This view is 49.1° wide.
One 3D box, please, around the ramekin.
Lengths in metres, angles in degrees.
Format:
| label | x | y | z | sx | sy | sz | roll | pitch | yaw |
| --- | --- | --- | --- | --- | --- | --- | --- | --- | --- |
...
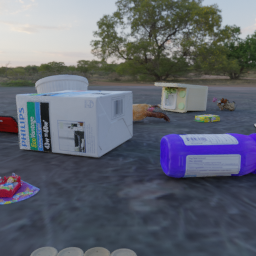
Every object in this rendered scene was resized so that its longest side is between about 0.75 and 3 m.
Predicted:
| label | x | y | z | sx | sy | sz | roll | pitch | yaw |
| --- | --- | --- | --- | --- | --- | --- | --- | --- | --- |
| ramekin | -3.182 | -1.646 | 13.777 | 2.587 | 1.205 | 2.587 | -7 | -6 | -1 |

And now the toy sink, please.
| label | x | y | z | sx | sy | sz | roll | pitch | yaw |
| --- | --- | --- | --- | --- | --- | --- | --- | --- | --- |
| toy sink | 2.674 | -1.535 | 14.321 | 2.460 | 1.378 | 1.603 | -3 | 10 | -42 |

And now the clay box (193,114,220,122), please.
| label | x | y | z | sx | sy | sz | roll | pitch | yaw |
| --- | --- | --- | --- | --- | --- | --- | --- | --- | --- |
| clay box | 3.144 | -0.387 | 11.260 | 0.958 | 0.228 | 0.551 | -5 | 11 | -28 |

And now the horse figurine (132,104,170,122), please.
| label | x | y | z | sx | sy | sz | roll | pitch | yaw |
| --- | --- | --- | --- | --- | --- | --- | --- | --- | --- |
| horse figurine | 0.146 | -0.633 | 11.245 | 2.926 | 0.730 | 1.939 | 5 | 10 | 27 |

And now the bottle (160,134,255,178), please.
| label | x | y | z | sx | sy | sz | roll | pitch | yaw |
| --- | --- | --- | --- | --- | --- | --- | --- | --- | --- |
| bottle | 1.790 | 0.486 | 5.171 | 2.316 | 0.756 | 0.967 | -1 | 7 | -5 |

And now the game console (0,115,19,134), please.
| label | x | y | z | sx | sy | sz | roll | pitch | yaw |
| --- | --- | --- | --- | --- | --- | --- | --- | --- | --- |
| game console | -3.757 | -0.215 | 8.994 | 1.213 | 1.045 | 0.720 | 4 | 47 | 21 |

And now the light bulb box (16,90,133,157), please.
| label | x | y | z | sx | sy | sz | roll | pitch | yaw |
| --- | --- | --- | --- | --- | --- | --- | --- | --- | --- |
| light bulb box | -1.281 | -0.248 | 7.353 | 2.233 | 1.394 | 2.214 | 4 | 11 | 21 |

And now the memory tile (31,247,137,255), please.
| label | x | y | z | sx | sy | sz | roll | pitch | yaw |
| --- | --- | --- | --- | --- | --- | --- | --- | --- | --- |
| memory tile | -0.454 | 1.333 | 2.503 | 1.063 | 0.089 | 0.815 | 0 | 10 | 3 |

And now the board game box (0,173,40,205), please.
| label | x | y | z | sx | sy | sz | roll | pitch | yaw |
| --- | --- | --- | --- | --- | --- | --- | --- | --- | --- |
| board game box | -1.924 | 0.916 | 4.439 | 0.982 | 0.191 | 0.776 | 9 | 14 | 41 |

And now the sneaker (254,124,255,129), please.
| label | x | y | z | sx | sy | sz | roll | pitch | yaw |
| --- | --- | --- | --- | --- | --- | --- | --- | --- | --- |
| sneaker | 4.779 | -0.131 | 8.914 | 0.511 | 0.591 | 1.426 | -9 | 14 | -41 |

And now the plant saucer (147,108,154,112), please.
| label | x | y | z | sx | sy | sz | roll | pitch | yaw |
| --- | --- | --- | --- | --- | --- | --- | --- | --- | --- |
| plant saucer | 0.940 | -0.953 | 14.342 | 0.813 | 0.206 | 0.813 | 0 | 11 | 0 |

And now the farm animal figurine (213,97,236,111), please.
| label | x | y | z | sx | sy | sz | roll | pitch | yaw |
| --- | --- | --- | --- | --- | --- | --- | --- | --- | --- |
| farm animal figurine | 5.042 | -1.197 | 14.847 | 0.983 | 0.612 | 1.217 | 17 | 5 | -10 |
